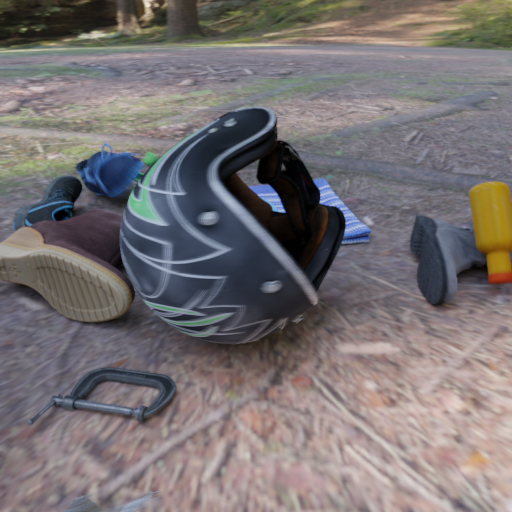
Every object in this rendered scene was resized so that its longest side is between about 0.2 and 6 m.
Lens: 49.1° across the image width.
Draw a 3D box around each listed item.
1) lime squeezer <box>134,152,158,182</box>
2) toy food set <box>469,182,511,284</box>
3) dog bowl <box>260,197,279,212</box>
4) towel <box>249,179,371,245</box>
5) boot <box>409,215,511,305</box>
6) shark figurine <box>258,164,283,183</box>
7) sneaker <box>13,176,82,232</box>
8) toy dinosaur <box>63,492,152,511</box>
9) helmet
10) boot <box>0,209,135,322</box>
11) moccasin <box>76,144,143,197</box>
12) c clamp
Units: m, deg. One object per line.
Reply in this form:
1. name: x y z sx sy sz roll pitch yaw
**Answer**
1. lime squeezer: -1.726 -1.428 10.402 0.756 1.416 4.009 -46 20 -9
2. toy food set: 4.771 -0.300 8.485 3.204 1.442 1.529 5 -14 -35
3. dog bowl: -0.692 -0.519 8.815 2.375 0.589 1.324 10 44 -3
4. towel: 0.763 -0.862 10.617 2.039 0.336 2.817 -5 26 -9
5. boot: 3.173 0.025 8.318 1.479 0.784 2.247 10 32 4
6. shark figurine: 0.510 -1.963 12.927 0.621 0.889 1.488 28 10 2
7. sneaker: -3.611 -0.864 10.316 0.776 0.693 1.894 8 37 10
8. toy dinosaur: -1.515 2.066 3.505 1.775 0.908 0.683 -7 3 -21
9. helmet: -0.349 -0.215 6.693 2.645 2.645 2.521 13 57 25
10. boot: -2.287 -0.102 8.223 2.752 0.996 2.289 13 29 29
11. moccasin: -3.033 -1.636 11.047 2.282 0.778 0.918 -5 49 52
12. c clamp: -1.517 1.507 5.849 1.268 0.172 1.083 2 20 8
